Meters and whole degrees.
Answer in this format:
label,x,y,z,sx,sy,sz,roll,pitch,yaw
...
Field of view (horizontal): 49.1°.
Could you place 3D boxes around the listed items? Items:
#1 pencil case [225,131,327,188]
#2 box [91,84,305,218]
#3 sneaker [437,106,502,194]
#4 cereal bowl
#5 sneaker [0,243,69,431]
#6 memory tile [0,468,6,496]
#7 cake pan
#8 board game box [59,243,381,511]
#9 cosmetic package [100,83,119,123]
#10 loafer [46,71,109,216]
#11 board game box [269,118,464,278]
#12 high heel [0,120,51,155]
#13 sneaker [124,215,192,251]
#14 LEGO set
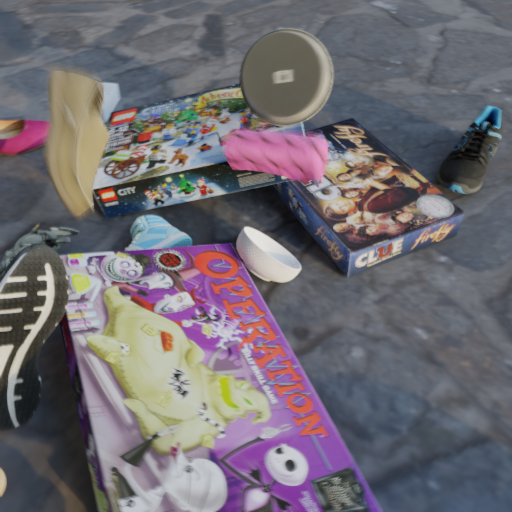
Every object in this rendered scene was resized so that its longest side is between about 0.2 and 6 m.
label,x,y,z,sx,sy,sz,roll,pitch,yaw
pencil case,0.356,-1.699,9.687,1.698,0.795,0.771,13,70,16
box,-1.107,-2.353,11.527,4.138,0.780,2.826,-11,45,6
sneaker,4.545,-2.258,11.843,0.929,1.039,2.538,21,49,20
cereal bowl,0.144,0.056,9.608,1.230,0.512,1.230,34,13,-9
sneaker,-3.346,1.006,7.624,0.973,2.640,1.056,9,16,-44
memory tile,-4.049,2.985,6.520,1.905,0.160,1.460,15,66,-4
cake pan,0.510,-3.290,10.282,1.756,1.756,0.322,10,11,10
board game box,-0.859,1.701,7.577,3.003,0.808,5.003,-2,41,-30
cosmetic package,-3.857,-3.792,13.832,0.618,0.450,1.216,4,43,4
loafer,-3.075,-2.054,9.813,0.923,1.041,2.738,-8,77,-1
board game box,1.877,-1.347,11.183,2.507,0.640,3.701,-20,48,-19
high heel,-5.831,-2.916,12.300,2.760,1.327,0.930,-15,46,-15
sneaker,-2.108,-0.149,9.984,1.677,0.667,1.095,-25,51,-36
LEGO set,-4.197,-0.046,9.716,3.016,0.855,1.958,9,45,9
